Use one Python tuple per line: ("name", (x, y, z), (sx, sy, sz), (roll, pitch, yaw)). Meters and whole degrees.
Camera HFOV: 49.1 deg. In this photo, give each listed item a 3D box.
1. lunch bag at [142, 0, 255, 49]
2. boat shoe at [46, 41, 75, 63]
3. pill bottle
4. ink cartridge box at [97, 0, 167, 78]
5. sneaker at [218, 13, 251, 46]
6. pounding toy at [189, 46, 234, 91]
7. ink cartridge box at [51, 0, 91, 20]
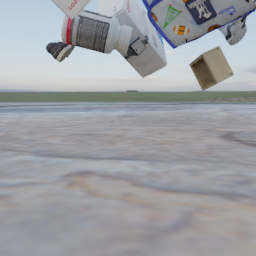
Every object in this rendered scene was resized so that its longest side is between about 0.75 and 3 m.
("lunch bag", (1.154, -2.819, 5.055), (1.916, 2.253, 1.395), (-18, 16, 36))
("boat shoe", (-2.102, -2.644, 9.027), (0.607, 0.703, 1.935), (33, 23, -12))
("pill bottle", (-0.828, -2.598, 7.637), (1.794, 0.993, 0.993), (13, 5, -5))
("ink cartridge box", (0.162, -3.202, 9.237), (1.085, 1.850, 2.527), (-26, -43, 28))
("sneaker", (3.139, -3.580, 8.484), (0.771, 1.179, 2.052), (-29, -27, -10))
("pounding toy", (2.723, -2.027, 9.237), (0.941, 1.219, 1.324), (-27, -1, -12))
("ink cartridge box", (-1.222, -3.032, 5.246), (1.115, 1.543, 0.650), (-39, 24, 24))
